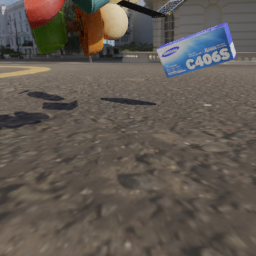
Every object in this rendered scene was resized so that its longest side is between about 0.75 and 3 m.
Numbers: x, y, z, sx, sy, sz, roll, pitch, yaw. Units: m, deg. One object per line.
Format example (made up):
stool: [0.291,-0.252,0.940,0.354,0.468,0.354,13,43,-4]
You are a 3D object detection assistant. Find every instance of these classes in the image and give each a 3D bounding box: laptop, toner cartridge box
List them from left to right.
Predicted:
laptop: [0.606,-2.891,6.150,1.435,0.832,1.344,-39,22,6]
toner cartridge box: [2.109,-2.380,8.814,2.216,1.052,0.478,-11,25,35]

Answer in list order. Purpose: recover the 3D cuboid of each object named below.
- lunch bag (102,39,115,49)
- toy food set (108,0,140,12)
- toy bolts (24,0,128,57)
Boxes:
lunch bag: [-0.863,-2.763,8.789,0.751,0.478,0.638,4,9,16]
toy food set: [-0.657,-3.743,8.006,1.926,1.330,0.387,40,-12,16]
toy bolts: [-0.754,-2.321,4.259,1.686,2.322,2.431,-13,13,-13]
